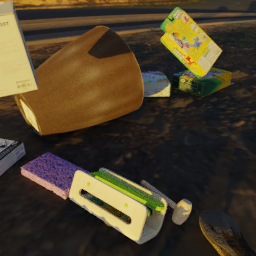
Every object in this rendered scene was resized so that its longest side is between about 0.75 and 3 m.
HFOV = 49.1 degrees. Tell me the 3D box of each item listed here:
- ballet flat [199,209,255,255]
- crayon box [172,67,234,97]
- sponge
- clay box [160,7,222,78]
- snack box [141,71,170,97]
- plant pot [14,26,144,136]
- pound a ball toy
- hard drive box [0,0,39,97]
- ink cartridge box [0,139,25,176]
[{"bbox_3d":[1.722,1.971,4.410,0.627,0.431,1.860,-16,26,-15],"label":"ballet flat"},{"bbox_3d":[3.188,-2.042,11.647,2.386,0.615,1.500,-22,35,-37],"label":"crayon box"},{"bbox_3d":[-1.628,1.021,6.315,1.460,0.218,0.815,18,33,31],"label":"sponge"},{"bbox_3d":[1.912,-2.705,8.857,1.174,2.043,0.486,-52,10,-24],"label":"clay box"},{"bbox_3d":[0.343,-1.761,11.099,2.361,0.625,1.679,-2,28,-4],"label":"snack box"},{"bbox_3d":[-1.549,-1.059,8.069,2.972,2.778,2.778,-33,41,-27],"label":"plant pot"},{"bbox_3d":[0.023,1.429,5.162,1.916,0.814,1.249,21,9,34],"label":"pound a ball toy"},{"bbox_3d":[-2.059,-1.140,4.294,1.012,1.299,0.499,-14,46,-12],"label":"hard drive box"},{"bbox_3d":[-3.241,0.838,6.483,0.802,0.377,1.705,7,29,16],"label":"ink cartridge box"}]
